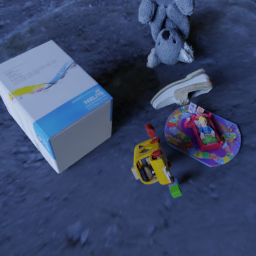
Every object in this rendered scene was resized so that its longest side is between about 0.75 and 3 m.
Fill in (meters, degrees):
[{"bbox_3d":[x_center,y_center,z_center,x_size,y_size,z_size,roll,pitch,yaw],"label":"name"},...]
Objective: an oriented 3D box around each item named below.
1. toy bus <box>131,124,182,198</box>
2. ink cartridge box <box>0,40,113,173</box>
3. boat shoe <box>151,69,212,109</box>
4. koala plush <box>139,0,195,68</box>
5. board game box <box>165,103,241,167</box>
[{"bbox_3d":[0.573,0.961,7.146,0.934,1.808,1.706,-24,58,10],"label":"toy bus"},{"bbox_3d":[-2.040,-0.618,7.836,1.979,1.989,2.711,-36,68,-24],"label":"ink cartridge box"},{"bbox_3d":[1.612,-1.038,8.437,1.899,0.710,0.650,-30,72,10],"label":"boat shoe"},{"bbox_3d":[1.480,-3.154,9.804,1.912,1.981,2.156,-5,74,16],"label":"koala plush"},{"bbox_3d":[2.253,0.057,8.376,2.291,0.446,1.810,28,60,19],"label":"board game box"}]
